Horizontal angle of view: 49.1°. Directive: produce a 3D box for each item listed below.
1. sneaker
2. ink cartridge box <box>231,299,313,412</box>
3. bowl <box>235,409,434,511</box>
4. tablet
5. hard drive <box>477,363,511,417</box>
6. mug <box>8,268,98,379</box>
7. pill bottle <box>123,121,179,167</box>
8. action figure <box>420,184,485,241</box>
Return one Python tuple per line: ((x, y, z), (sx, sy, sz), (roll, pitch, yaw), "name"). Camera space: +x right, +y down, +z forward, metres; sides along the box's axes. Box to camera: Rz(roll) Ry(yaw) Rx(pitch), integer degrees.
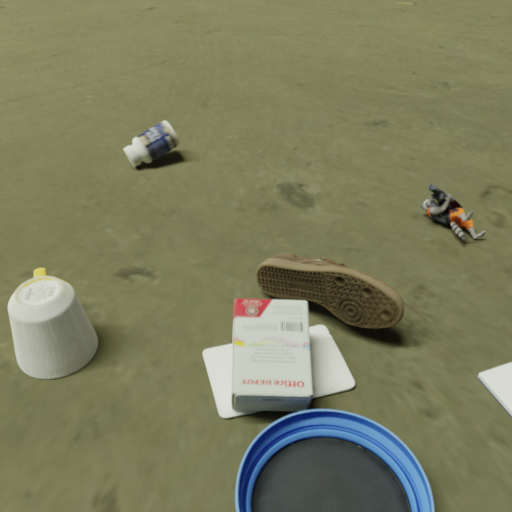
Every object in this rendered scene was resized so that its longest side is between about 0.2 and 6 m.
((1.192, 0.359, 8.545), (2.411, 0.849, 0.911), (16, 31, 30), "sneaker")
((0.183, 1.300, 7.389), (1.012, 0.575, 1.388), (2, 54, -2), "ink cartridge box")
((0.832, 2.687, 6.154), (2.130, 0.418, 2.130), (0, 38, 0), "bowl")
((0.285, 1.558, 7.802), (1.890, 0.129, 1.230), (-10, 40, -13), "tablet")
((3.468, 1.838, 7.457), (0.573, 0.110, 0.869), (-13, 41, -16), "hard drive")
((-2.991, 0.862, 7.846), (1.407, 1.155, 1.127), (25, 45, 28), "mug")
((-2.295, -2.413, 12.218), (1.119, 0.621, 0.621), (-34, 47, -10), "pill bottle")
((3.473, -0.797, 10.255), (1.216, 0.636, 1.176), (25, 9, -39), "action figure")
